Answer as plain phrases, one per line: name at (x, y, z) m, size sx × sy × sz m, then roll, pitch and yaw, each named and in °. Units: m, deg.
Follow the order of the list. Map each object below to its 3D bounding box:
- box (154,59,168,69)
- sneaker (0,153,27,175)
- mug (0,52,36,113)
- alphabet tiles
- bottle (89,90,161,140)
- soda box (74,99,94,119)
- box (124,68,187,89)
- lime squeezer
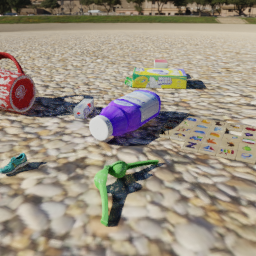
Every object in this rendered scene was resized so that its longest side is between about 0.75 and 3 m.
box at (1.766, -3.204, 15.223) m, size 0.717 × 0.841 × 1.316 m, roll 2°, pitch 24°, yaw 4°
sneaker at (-2.733, 0.833, 6.621) m, size 0.294 × 0.302 × 0.758 m, roll 20°, pitch 35°, yaw 26°
mug at (-4.822, -1.751, 10.349) m, size 2.548 × 2.262 × 1.700 m, roll 14°, pitch 6°, yaw 20°
alphabet tiles at (2.358, 0.200, 8.371) m, size 2.812 × 0.106 × 2.351 m, roll 10°, pitch 26°, yaw 23°
bottle at (-0.045, -0.445, 8.769) m, size 1.202 × 0.939 × 2.877 m, roll 17°, pitch 28°, yaw 29°
soda box at (-1.571, -0.711, 10.108) m, size 0.394 × 0.366 × 1.154 m, roll 4°, pitch 24°, yaw 10°
box at (1.315, -2.487, 13.796) m, size 2.942 × 0.711 × 1.726 m, roll 0°, pitch 23°, yaw 4°
lime squeezer at (-0.164, 1.040, 6.016) m, size 0.868 × 0.464 × 2.459 m, roll 12°, pitch 25°, yaw 25°
